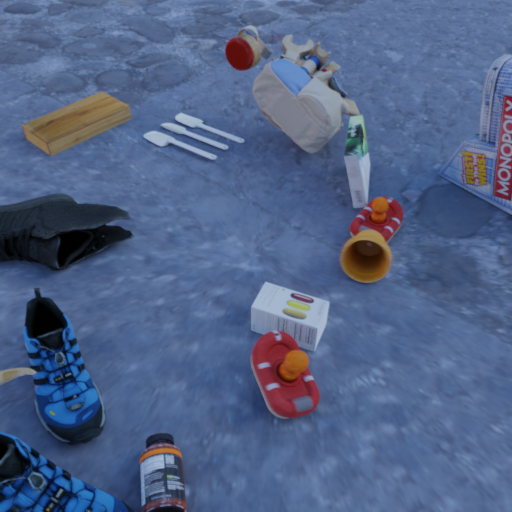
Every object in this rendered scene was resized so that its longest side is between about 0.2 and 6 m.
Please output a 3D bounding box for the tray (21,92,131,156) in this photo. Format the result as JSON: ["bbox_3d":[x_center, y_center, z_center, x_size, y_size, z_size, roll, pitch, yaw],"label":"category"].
[{"bbox_3d":[-4.352,-3.286,13.681,1.145,0.430,2.322,32,53,30],"label":"tray"}]

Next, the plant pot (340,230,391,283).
[{"bbox_3d":[1.997,-0.077,10.034,0.859,0.859,0.787,12,29,12],"label":"plant pot"}]

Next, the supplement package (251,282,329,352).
[{"bbox_3d":[0.541,0.971,9.008,1.106,0.606,0.629,16,46,16],"label":"supplement package"}]

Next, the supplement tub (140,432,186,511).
[{"bbox_3d":[-1.195,2.797,7.116,0.557,0.557,1.041,-7,42,-7],"label":"supplement tub"}]

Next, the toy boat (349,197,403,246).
[{"bbox_3d":[2.347,-0.781,10.726,0.795,0.797,1.219,25,47,24],"label":"toy boat"}]

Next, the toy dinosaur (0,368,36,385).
[{"bbox_3d":[-4.508,1.938,7.667,2.951,0.859,1.492,-27,65,-15],"label":"toy dinosaur"}]

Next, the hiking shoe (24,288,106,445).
[{"bbox_3d":[-2.890,1.600,8.018,0.897,1.045,2.411,-23,48,-22],"label":"hiking shoe"}]

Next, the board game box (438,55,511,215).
[{"bbox_3d":[5.201,-2.137,10.987,0.990,3.210,3.208,-29,36,-28],"label":"board game box"}]

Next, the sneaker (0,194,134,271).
[{"bbox_3d":[-3.982,-0.318,10.119,3.181,0.955,1.659,-24,43,-28],"label":"sneaker"}]

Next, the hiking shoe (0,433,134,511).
[{"bbox_3d":[-2.678,2.850,6.540,2.874,1.246,1.069,14,45,14],"label":"hiking shoe"}]

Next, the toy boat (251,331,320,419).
[{"bbox_3d":[0.470,1.608,7.970,0.827,0.828,1.267,-5,54,-31],"label":"toy boat"}]

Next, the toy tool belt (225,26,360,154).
[{"bbox_3d":[0.914,-3.987,12.769,3.107,1.940,1.909,46,53,-1],"label":"toy tool belt"}]

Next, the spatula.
[{"bbox_3d":[-1.480,-2.828,13.416,2.120,0.170,1.474,27,44,24],"label":"spatula"}]

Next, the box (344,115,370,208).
[{"bbox_3d":[2.115,-1.974,11.605,0.312,1.239,1.717,-5,38,17],"label":"box"}]
